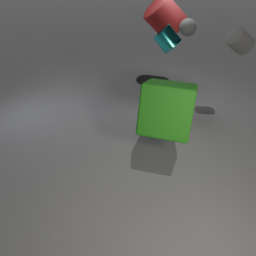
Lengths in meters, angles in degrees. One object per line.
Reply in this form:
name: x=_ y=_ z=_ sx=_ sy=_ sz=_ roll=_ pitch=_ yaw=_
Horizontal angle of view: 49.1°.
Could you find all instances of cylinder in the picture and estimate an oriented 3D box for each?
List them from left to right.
cylinder: x=1.639 y=-4.921 z=12.426 sx=1.400 sy=1.400 sz=1.400 roll=37 pitch=20 yaw=-27
cylinder: x=1.339 y=-3.028 z=9.536 sx=0.700 sy=0.700 sz=0.700 roll=-40 pitch=12 yaw=10
cylinder: x=3.790 y=-2.947 z=9.494 sx=0.700 sy=0.700 sz=0.700 roll=26 pitch=21 yaw=-28

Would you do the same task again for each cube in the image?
cube: x=1.102 y=-0.536 z=7.742 sx=1.400 sy=1.400 sz=1.400 roll=10 pitch=17 yaw=12

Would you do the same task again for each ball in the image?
ball: x=2.429 y=-4.080 z=11.362 sx=0.700 sy=0.700 sz=0.700 roll=0 pitch=32 yaw=0
